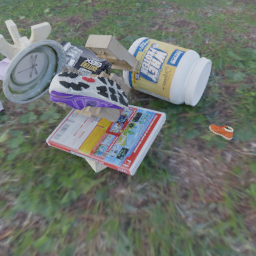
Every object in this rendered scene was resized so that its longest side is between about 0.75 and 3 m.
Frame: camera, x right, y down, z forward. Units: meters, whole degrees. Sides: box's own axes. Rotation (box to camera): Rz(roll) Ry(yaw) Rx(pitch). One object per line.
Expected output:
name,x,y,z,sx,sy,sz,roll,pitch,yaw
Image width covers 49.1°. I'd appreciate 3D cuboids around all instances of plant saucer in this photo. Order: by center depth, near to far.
plant saucer,-2.804,-1.716,8.192,0.548,2.185,2.185,40,55,13

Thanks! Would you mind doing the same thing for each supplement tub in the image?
supplement tub,1.397,-2.005,10.074,2.685,1.942,1.942,23,48,22

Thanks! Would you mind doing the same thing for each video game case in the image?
video game case,-0.650,0.048,8.118,2.928,0.255,2.094,15,54,28

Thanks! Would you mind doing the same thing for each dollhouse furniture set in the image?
dollhouse furniture set,-0.824,-1.416,8.684,2.166,1.534,2.358,16,83,37

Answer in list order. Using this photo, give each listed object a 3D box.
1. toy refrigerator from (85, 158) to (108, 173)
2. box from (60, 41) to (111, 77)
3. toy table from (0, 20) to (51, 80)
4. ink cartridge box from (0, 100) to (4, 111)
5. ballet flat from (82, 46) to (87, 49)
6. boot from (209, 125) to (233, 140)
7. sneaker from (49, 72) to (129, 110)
toy refrigerator,-1.138,0.526,8.450,0.613,0.565,1.616,-26,49,-24
box,-2.123,-2.498,11.300,2.331,0.580,1.838,24,53,13
toy table,-4.295,-3.245,11.595,2.844,1.665,2.614,-35,54,-30
ink cartridge box,-5.221,-0.819,9.874,1.246,0.526,0.902,23,49,22
ballet flat,-1.687,-3.145,12.357,1.163,0.394,0.421,51,26,18
boot,3.031,0.033,9.071,0.808,0.433,0.303,30,53,29
sneaker,-0.943,-0.808,6.956,2.026,0.845,0.817,10,49,-27
